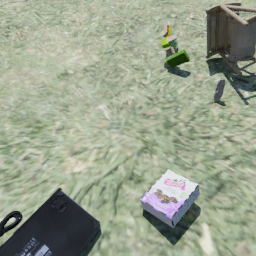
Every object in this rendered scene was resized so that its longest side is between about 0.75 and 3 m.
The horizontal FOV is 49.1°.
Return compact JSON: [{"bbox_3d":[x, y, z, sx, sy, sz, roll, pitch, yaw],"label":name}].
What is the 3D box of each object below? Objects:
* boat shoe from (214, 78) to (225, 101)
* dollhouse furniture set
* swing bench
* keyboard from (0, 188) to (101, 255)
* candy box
[{"bbox_3d":[2.865,-1.206,8.744,0.252,0.753,0.214,13,29,7],"label":"boat shoe"},{"bbox_3d":[1.791,-3.132,10.301,0.731,0.946,1.893,-19,47,31],"label":"dollhouse furniture set"},{"bbox_3d":[3.600,-3.073,9.405,1.187,1.820,1.830,-27,44,-14],"label":"swing bench"},{"bbox_3d":[-1.973,2.363,5.246,1.705,0.364,2.839,37,48,8],"label":"keyboard"},{"bbox_3d":[0.935,1.515,6.175,0.865,0.369,1.031,22,52,40],"label":"candy box"}]
